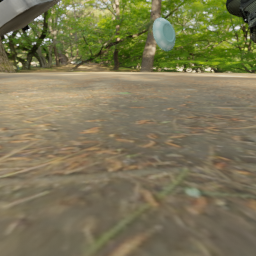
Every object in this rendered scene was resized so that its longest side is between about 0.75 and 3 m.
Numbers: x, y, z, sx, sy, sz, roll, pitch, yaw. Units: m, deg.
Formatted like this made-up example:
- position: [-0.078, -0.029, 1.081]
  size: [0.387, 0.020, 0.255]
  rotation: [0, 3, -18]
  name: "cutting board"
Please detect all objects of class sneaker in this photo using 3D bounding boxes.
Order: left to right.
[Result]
- position: [2.960, -2.599, 6.501]
  size: [0.900, 1.349, 2.355]
  rotation: [42, 0, -40]
  name: "sneaker"

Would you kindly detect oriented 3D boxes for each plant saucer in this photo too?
- position: [1.153, -2.832, 8.404]
  size: [1.019, 1.019, 0.196]
  rotation: [-12, 4, -42]
  name: "plant saucer"

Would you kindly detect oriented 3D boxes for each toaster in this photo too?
- position: [-1.986, -2.339, 4.004]
  size: [1.212, 1.847, 2.043]
  rotation: [-22, 23, 18]
  name: "toaster"
